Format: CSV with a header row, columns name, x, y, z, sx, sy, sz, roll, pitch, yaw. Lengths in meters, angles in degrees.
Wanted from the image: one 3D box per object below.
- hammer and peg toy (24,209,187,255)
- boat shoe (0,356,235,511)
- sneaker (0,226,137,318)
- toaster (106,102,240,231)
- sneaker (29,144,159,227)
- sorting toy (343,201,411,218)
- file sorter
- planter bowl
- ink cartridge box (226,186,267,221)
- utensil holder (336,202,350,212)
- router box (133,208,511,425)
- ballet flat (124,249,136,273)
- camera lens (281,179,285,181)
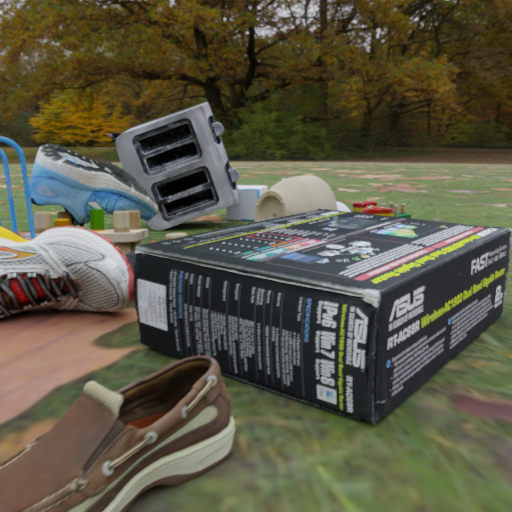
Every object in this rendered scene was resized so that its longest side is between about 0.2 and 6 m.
name,x,y,z,sx,sy,sz,roll,pitch,yaw
hammer and peg toy,-2.325,-0.345,9.104,2.356,0.831,1.733,-1,5,-3
boat shoe,-0.936,1.049,3.135,0.734,0.735,1.988,9,15,37
sneaker,-2.678,0.339,6.436,2.764,1.076,1.136,3,34,13
toaster,-1.852,-2.043,12.878,2.650,2.396,1.573,-19,14,-1
sneaker,-2.929,-1.073,10.069,2.590,1.165,1.015,18,22,-48
sorting toy,2.616,-0.863,12.598,1.689,0.593,3.504,-11,16,-41
file sorter,-4.845,-0.735,8.365,2.045,1.808,2.947,-13,12,-42
planter bowl,0.573,-0.703,9.684,0.946,1.405,1.405,-5,12,-41
ink cartridge box,-0.219,-1.376,14.459,0.827,0.813,1.124,3,12,15
utensil holder,1.079,-0.585,10.176,0.957,0.957,1.127,11,7,43
router box,0.875,0.289,5.904,2.579,1.069,3.441,9,16,38
ballet flat,-1.029,0.139,7.189,2.011,0.668,0.571,-18,42,-11
camera lens,1.246,-2.511,20.384,0.745,0.596,0.596,0,12,1
